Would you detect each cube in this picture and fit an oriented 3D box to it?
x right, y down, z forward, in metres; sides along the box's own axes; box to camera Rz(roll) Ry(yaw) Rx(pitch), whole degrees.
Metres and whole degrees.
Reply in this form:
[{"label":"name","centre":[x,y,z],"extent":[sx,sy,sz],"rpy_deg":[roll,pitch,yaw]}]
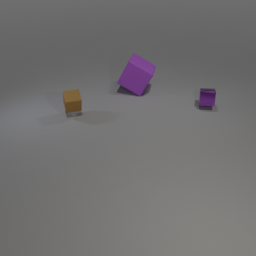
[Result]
[{"label":"cube","centre":[0.470,-2.808,14.689],"extent":[1.400,1.400,1.400],"rpy_deg":[29,33,-6]},{"label":"cube","centre":[-2.440,-1.181,12.261],"extent":[0.700,0.700,0.700],"rpy_deg":[-10,55,-17]},{"label":"cube","centre":[3.726,-1.453,13.166],"extent":[0.700,0.700,0.700],"rpy_deg":[4,21,12]}]
